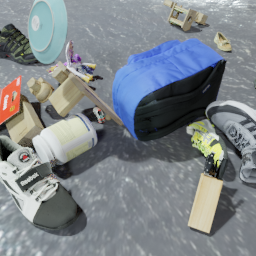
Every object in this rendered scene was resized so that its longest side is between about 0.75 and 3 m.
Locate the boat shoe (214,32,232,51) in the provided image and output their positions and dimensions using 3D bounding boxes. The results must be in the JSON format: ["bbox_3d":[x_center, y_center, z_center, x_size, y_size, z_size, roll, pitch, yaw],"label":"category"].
[{"bbox_3d":[4.430,-4.027,13.100,0.503,0.430,1.372,-9,43,-10],"label":"boat shoe"}]

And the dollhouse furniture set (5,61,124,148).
[{"bbox_3d":[-2.152,-0.394,9.059,2.586,2.107,2.459,-45,50,4],"label":"dollhouse furniture set"}]

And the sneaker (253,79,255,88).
[{"bbox_3d":[5.474,-1.732,10.440,1.590,0.592,0.673,-4,42,-5],"label":"sneaker"}]

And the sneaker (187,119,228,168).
[{"bbox_3d":[2.245,0.498,7.969,0.756,0.746,1.979,-10,32,-1],"label":"sneaker"}]

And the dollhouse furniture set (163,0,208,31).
[{"bbox_3d":[2.973,-5.976,15.149,1.692,1.064,1.913,-3,35,-41],"label":"dollhouse furniture set"}]

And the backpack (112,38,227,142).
[{"bbox_3d":[0.952,-1.105,8.474,2.978,2.420,2.499,-29,51,-17],"label":"backpack"}]

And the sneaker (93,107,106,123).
[{"bbox_3d":[-0.948,-0.517,9.258,0.279,0.371,0.793,-15,45,-15],"label":"sneaker"}]

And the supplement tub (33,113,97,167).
[{"bbox_3d":[-1.730,0.345,7.768,1.493,1.082,1.082,-30,50,-29],"label":"supplement tub"}]

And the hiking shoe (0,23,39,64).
[{"bbox_3d":[-4.769,-3.637,11.928,2.812,1.415,1.065,12,43,13],"label":"hiking shoe"}]

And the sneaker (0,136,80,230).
[{"bbox_3d":[-2.370,1.213,6.675,2.977,1.317,1.103,30,49,27],"label":"sneaker"}]

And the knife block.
[{"bbox_3d":[1.862,1.367,6.419,0.503,1.379,1.571,15,44,17],"label":"knife block"}]

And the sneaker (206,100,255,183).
[{"bbox_3d":[3.137,0.416,7.450,2.801,1.057,1.594,36,53,14],"label":"sneaker"}]

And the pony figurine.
[{"bbox_3d":[-2.129,-2.367,10.829,1.652,1.376,1.595,17,52,-3],"label":"pony figurine"}]

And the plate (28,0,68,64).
[{"bbox_3d":[-1.969,-2.356,6.526,0.216,1.688,1.688,-9,37,-46],"label":"plate"}]

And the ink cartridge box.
[{"bbox_3d":[-4.224,-0.754,8.830,1.822,0.457,2.100,-34,42,13],"label":"ink cartridge box"}]
